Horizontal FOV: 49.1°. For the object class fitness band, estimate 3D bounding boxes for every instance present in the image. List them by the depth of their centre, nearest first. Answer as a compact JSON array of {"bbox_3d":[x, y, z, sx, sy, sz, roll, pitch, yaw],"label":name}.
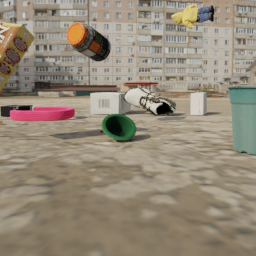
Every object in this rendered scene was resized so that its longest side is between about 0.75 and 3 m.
[{"bbox_3d":[-3.483,-0.608,11.542,2.574,0.482,1.848,-1,8,0],"label":"fitness band"}]

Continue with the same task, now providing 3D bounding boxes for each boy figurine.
[{"bbox_3d":[1.417,-2.442,6.193,0.916,0.569,0.295,1,-4,30],"label":"boy figurine"}]

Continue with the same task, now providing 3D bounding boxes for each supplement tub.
[{"bbox_3d":[-1.232,-2.713,8.853,0.871,0.871,1.421,4,-5,28],"label":"supplement tub"}]

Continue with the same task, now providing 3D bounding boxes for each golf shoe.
[{"bbox_3d":[1.040,-1.232,13.212,2.588,1.006,1.223,12,19,0],"label":"golf shoe"}]

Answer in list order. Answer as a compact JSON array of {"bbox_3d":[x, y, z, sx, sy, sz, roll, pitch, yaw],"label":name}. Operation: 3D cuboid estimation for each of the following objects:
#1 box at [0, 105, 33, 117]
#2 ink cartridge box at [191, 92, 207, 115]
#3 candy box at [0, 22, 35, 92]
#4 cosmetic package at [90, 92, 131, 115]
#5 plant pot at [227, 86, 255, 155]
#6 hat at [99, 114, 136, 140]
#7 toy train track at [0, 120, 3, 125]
[{"bbox_3d":[-5.102,-0.805,12.901,0.904,0.505,1.281,4,8,8],"label":"box"},{"bbox_3d":[3.477,-1.199,13.723,0.616,1.062,1.467,2,8,21],"label":"ink cartridge box"},{"bbox_3d":[-2.755,-1.441,5.848,0.932,1.598,0.451,19,-14,31],"label":"candy box"},{"bbox_3d":[-0.820,-1.296,14.529,1.514,1.089,2.683,2,7,14],"label":"cosmetic package"},{"bbox_3d":[2.464,-0.165,5.193,1.246,1.220,1.246,1,7,0],"label":"plant pot"},{"bbox_3d":[-0.289,0.208,6.720,0.814,0.865,0.983,10,43,-8],"label":"hat"},{"bbox_3d":[-5.269,-0.217,8.909,2.327,0.379,1.335,-5,9,-29],"label":"toy train track"}]
